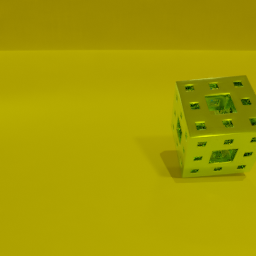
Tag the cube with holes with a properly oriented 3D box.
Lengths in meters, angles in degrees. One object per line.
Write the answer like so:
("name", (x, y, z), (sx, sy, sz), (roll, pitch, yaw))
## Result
("cube with holes", (1.436, -0.008, 4.709), (1.172, 1.172, 1.172), (-5, 52, 0))
